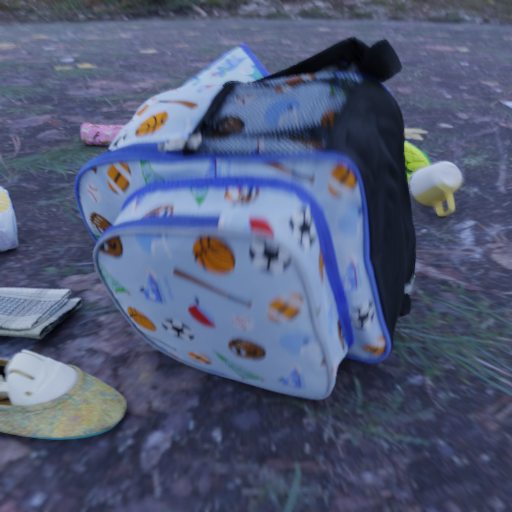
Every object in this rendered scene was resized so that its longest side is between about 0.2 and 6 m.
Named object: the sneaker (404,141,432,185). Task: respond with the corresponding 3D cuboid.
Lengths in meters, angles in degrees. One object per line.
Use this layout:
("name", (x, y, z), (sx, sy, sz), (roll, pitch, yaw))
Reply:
("sneaker", (3.202, -2.543, 13.480), (1.179, 1.045, 2.822), (-20, 34, -26))

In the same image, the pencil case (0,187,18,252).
("pencil case", (-5.359, -0.430, 9.493), (2.490, 1.130, 1.035), (-16, 34, -25))

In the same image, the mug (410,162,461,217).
("mug", (3.715, -1.415, 11.187), (0.809, 1.010, 0.829), (-44, 1, -16))

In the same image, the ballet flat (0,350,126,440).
("ballet flat", (-2.853, 1.443, 6.274), (2.741, 0.969, 0.969), (4, 29, 7))

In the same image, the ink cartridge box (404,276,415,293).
("ink cartridge box", (1.907, 0.285, 8.738), (0.974, 0.289, 0.506), (23, 13, 36))

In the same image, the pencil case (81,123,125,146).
("pencil case", (-4.029, -3.335, 15.400), (1.516, 0.656, 0.628), (4, 0, 7))

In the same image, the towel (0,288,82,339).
("towel", (-3.376, 0.756, 7.937), (1.445, 0.250, 1.391), (5, 15, 6))

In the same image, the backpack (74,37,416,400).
("backpack", (-0.209, -0.247, 6.840), (3.769, 3.957, 3.049), (11, 45, 31))

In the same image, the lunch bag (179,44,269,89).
("lunch bag", (-0.413, -1.993, 9.597), (2.246, 2.642, 1.683), (-34, -9, 3))
